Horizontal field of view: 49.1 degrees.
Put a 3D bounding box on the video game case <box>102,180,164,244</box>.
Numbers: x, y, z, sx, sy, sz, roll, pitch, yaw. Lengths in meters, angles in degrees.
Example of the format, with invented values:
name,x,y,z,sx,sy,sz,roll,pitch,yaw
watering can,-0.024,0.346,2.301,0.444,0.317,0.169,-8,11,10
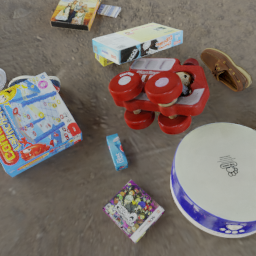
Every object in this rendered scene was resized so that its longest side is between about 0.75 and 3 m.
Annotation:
name,x,y,z,sx,sy,sz,roll,pitch,yaw
video game case,0.137,2.193,7.477,1.137,0.225,1.255,-41,65,-18

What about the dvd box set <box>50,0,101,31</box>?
name,x,y,z,sx,sy,sz,roll,pitch,yaw
dvd box set,-2.226,-5.174,12.229,1.684,0.338,2.302,9,58,5

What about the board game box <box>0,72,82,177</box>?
name,x,y,z,sx,sy,sz,roll,pitch,yaw
board game box,-2.994,-0.167,8.480,2.349,0.670,2.399,-29,76,-18

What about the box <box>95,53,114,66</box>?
name,x,y,z,sx,sy,sz,roll,pitch,yaw
box,-0.393,-2.930,10.647,1.672,0.419,0.629,-28,61,-23

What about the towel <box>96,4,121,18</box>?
name,x,y,z,sx,sy,sz,roll,pitch,yaw
towel,-0.841,-5.172,12.373,0.940,0.112,0.690,15,61,12

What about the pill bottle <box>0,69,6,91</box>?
name,x,y,z,sx,sy,sz,roll,pitch,yaw
pill bottle,-5.158,-1.840,9.774,1.509,0.860,0.860,18,59,11

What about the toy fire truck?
name,x,y,z,sx,sy,sz,roll,pitch,yaw
toy fire truck,0.984,-1.261,8.232,2.870,1.609,2.410,8,54,33

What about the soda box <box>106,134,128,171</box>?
name,x,y,z,sx,sy,sz,roll,pitch,yaw
soda box,-0.333,0.719,8.435,0.364,0.344,1.073,-15,59,-9

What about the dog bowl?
name,x,y,z,sx,sy,sz,roll,pitch,yaw
dog bowl,2.602,1.288,7.451,2.883,1.135,2.883,-2,53,3

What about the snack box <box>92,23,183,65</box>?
name,x,y,z,sx,sy,sz,roll,pitch,yaw
snack box,0.361,-3.060,9.895,2.811,0.521,1.633,-25,40,-27

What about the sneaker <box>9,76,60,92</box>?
name,x,y,z,sx,sy,sz,roll,pitch,yaw
sneaker,-3.214,-1.330,9.581,1.754,0.658,0.741,-6,60,-1

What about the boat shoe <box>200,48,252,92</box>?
name,x,y,z,sx,sy,sz,roll,pitch,yaw
boat shoe,3.372,-2.090,9.993,0.720,0.768,2.133,-34,66,-22
